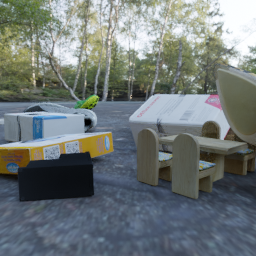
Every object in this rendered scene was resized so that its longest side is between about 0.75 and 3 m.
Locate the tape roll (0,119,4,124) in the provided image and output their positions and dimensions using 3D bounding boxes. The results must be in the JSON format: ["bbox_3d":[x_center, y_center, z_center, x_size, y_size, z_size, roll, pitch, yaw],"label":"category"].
[{"bbox_3d":[-5.990,-0.304,13.338,1.010,0.185,1.010,1,7,0],"label":"tape roll"}]

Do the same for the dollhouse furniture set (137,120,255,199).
[{"bbox_3d":[1.589,0.100,4.429,2.047,1.551,2.335,-7,10,-43],"label":"dollhouse furniture set"}]

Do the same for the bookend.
[{"bbox_3d":[-1.039,0.681,4.227,0.998,0.460,0.992,-2,6,-11],"label":"bookend"}]

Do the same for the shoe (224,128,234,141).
[{"bbox_3d":[2.477,0.270,7.351,2.454,0.655,0.858,1,35,39],"label":"shoe"}]

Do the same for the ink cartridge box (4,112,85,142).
[{"bbox_3d":[-2.474,-0.012,8.238,1.992,0.834,1.445,6,9,38],"label":"ink cartridge box"}]

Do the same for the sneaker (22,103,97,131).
[{"bbox_3d":[-2.529,-0.325,10.130,2.844,1.067,1.642,0,9,-9],"label":"sneaker"}]

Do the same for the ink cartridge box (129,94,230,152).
[{"bbox_3d":[1.345,-0.162,7.134,2.134,0.883,1.563,5,34,35],"label":"ink cartridge box"}]

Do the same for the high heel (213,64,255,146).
[{"bbox_3d":[2.618,-0.194,5.109,0.917,2.569,1.831,-46,-18,32],"label":"high heel"}]

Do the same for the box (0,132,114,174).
[{"bbox_3d":[-1.417,0.434,5.643,1.453,0.506,2.440,-3,2,34],"label":"box"}]

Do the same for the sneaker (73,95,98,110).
[{"bbox_3d":[-2.176,-1.097,13.467,1.784,0.746,0.661,-35,-30,26],"label":"sneaker"}]
